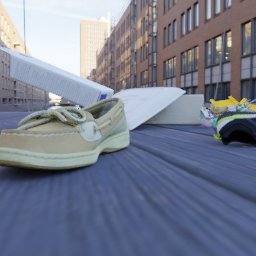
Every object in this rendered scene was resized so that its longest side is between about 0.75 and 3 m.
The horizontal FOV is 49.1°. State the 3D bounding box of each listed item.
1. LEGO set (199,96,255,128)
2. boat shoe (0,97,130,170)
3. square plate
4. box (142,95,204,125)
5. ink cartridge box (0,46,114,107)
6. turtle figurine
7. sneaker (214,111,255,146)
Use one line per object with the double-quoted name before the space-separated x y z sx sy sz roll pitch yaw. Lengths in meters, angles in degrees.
"LEGO set" 3.621 -0.292 9.245 2.660 0.990 1.223 5 39 -1
"boat shoe" -0.660 -0.027 3.648 0.963 0.831 2.640 2 5 23
"square plate" -0.032 -0.787 9.530 2.929 0.421 2.957 4 29 46
"box" 1.490 -0.726 11.129 2.904 1.129 1.379 0 5 11
"ink cartridge box" -1.719 -1.185 6.881 2.591 0.561 2.544 21 9 0
"turtle figurine" 2.797 -0.183 6.411 1.155 0.777 1.542 12 -19 -38
"sneaker" 2.306 0.080 4.851 1.567 0.649 0.562 -4 -42 19
